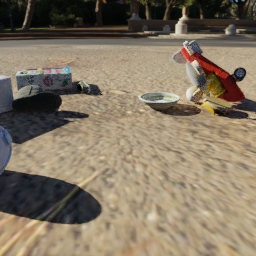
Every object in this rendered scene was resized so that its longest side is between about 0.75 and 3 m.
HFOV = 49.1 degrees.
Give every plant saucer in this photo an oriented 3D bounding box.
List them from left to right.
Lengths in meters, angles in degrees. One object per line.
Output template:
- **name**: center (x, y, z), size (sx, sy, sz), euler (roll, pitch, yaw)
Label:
- **plant saucer**: center (1.101, -0.936, 9.881), size (1.441, 0.362, 1.441), euler (0, 22, 0)

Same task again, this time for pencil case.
- **pencil case**: center (-3.667, 0.322, 5.615), size (2.622, 1.090, 1.189), euler (8, 28, 19)

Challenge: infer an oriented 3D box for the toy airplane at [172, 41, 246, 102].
- **toy airplane**: center (2.641, -1.859, 10.121), size (2.663, 1.879, 2.652), euler (25, 16, -31)

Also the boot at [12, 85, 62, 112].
- **boot**: center (-3.215, -1.106, 10.070), size (1.757, 0.701, 1.932), euler (-3, 15, -9)

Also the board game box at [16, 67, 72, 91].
- **board game box**: center (-3.806, -2.275, 12.837), size (2.329, 0.748, 1.718), euler (-5, 22, -15)

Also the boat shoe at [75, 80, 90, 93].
- **boat shoe**: center (-2.009, -1.774, 11.970), size (0.349, 0.418, 1.169), euler (-7, 26, -32)

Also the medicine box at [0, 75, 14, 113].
- **medicine box**: center (-5.252, -1.053, 9.088), size (2.215, 1.140, 2.018), euler (12, 24, 30)

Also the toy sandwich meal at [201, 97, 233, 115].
- **toy sandwich meal**: center (2.940, -0.707, 9.349), size (1.097, 0.376, 1.097), euler (9, 28, -5)
